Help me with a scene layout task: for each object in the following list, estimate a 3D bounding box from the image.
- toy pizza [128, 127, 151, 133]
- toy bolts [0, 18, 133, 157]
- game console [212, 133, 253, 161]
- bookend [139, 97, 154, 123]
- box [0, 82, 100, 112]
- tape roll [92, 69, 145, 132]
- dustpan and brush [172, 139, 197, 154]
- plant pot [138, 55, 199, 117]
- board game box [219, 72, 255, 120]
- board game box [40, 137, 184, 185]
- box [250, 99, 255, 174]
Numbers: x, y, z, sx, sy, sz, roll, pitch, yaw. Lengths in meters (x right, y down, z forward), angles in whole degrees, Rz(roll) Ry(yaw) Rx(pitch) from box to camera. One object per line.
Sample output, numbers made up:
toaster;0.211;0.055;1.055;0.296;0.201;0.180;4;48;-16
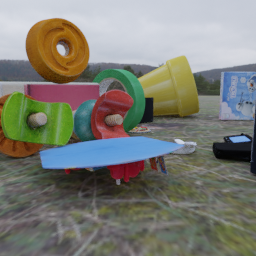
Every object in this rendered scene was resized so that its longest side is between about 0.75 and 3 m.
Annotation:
toy pizza;0.319;0.046;8.901;0.798;0.126;0.798;0;8;0
toy bolts;-1.467;-0.596;6.222;2.870;2.742;1.991;17;-15;-39
game console;2.485;0.375;6.207;1.262;0.258;2.140;2;8;10
bookend;-0.482;-0.742;11.266;2.190;1.009;2.176;-7;11;-44
box;-2.370;-0.508;7.833;2.768;1.508;1.770;-7;10;-40
tape roll;-0.374;-0.782;8.361;1.913;1.913;0.460;7;11;39
dustpan and brush;1.171;0.377;5.899;0.821;0.337;1.176;-2;8;-11
plant pot;1.738;-1.738;13.245;2.601;2.764;2.764;-15;7;7
board game box;4.961;-1.345;11.866;2.007;2.017;0.437;1;8;4
board game box;-0.349;0.551;4.436;1.943;0.479;2.459;-8;5;-19
box;3.165;-0.050;4.328;2.186;1.622;1.170;-3;9;-23
